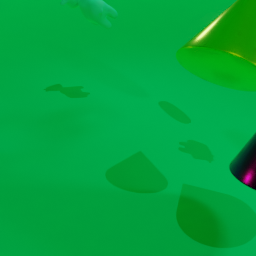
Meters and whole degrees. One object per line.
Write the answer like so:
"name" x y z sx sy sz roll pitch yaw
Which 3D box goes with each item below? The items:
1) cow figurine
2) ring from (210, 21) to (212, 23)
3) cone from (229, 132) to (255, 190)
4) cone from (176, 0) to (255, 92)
"cow figurine" -1.203 -3.604 8.200 1.485 0.829 1.510 24 13 -42
"ring" 2.445 -2.117 7.535 0.318 1.588 1.588 -9 33 -17
"cone" 2.445 -0.015 4.099 1.616 1.622 1.616 2 17 -1
"cone" 1.624 -1.470 4.112 1.403 1.408 1.403 23 -2 1
